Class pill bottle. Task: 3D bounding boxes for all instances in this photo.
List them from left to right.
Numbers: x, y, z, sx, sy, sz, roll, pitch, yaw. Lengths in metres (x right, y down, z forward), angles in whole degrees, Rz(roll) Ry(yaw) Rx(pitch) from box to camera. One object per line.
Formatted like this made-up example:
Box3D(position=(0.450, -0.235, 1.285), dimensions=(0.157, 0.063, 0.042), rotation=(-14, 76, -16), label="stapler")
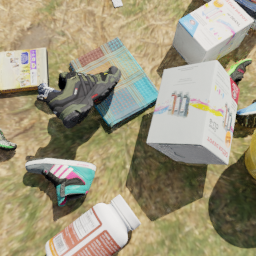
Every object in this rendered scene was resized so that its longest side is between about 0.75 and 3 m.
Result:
Box3D(position=(-0.912, 3.022, 7.819), dimensions=(2.449, 1.374, 1.374), rotation=(-35, 76, -10), label="pill bottle")

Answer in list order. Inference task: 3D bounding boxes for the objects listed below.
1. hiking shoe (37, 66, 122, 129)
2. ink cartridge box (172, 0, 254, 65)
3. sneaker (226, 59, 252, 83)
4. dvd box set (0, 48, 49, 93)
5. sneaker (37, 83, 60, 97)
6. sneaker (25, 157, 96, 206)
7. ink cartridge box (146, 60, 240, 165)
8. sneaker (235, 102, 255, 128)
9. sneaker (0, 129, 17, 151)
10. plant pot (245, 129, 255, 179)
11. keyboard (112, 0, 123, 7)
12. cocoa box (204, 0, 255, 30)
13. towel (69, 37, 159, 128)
Box3D(position=(-1.344, -1.365, 8.650), dimensions=(1.496, 1.126, 2.973), rotation=(42, 48, -2), label="hiking shoe")
Box3D(position=(2.997, -3.368, 9.805), dimensions=(2.334, 1.461, 1.500), rotation=(-34, 75, -9), label="ink cartridge box")
Box3D(position=(3.872, -1.957, 9.934), dimensions=(1.407, 0.540, 0.589), rotation=(-39, 99, -11), label="sneaker")
Box3D(position=(-3.916, -2.038, 9.994), dimensions=(2.114, 0.311, 1.547), rotation=(-8, 72, -3), label="dvd box set")
Box3D(position=(-2.641, -1.292, 9.374), dimensions=(0.886, 0.311, 0.481), rotation=(-4, 104, 18), label="sneaker")
Box3D(position=(-2.130, 1.681, 8.532), dimensions=(2.183, 0.913, 1.318), rotation=(4, 63, 0), label="sneaker")
Box3D(position=(1.980, -0.351, 8.307), dimensions=(1.810, 1.818, 2.503), rotation=(0, 69, 42), label="ink cartridge box")
Box3D(position=(4.537, -0.725, 9.459), dimensions=(2.154, 0.844, 0.969), rotation=(-18, 54, -9), label="sneaker")
Box3D(position=(-4.219, 0.321, 9.117), dimensions=(1.396, 0.545, 0.595), rotation=(24, 73, 8), label="sneaker")
Box3D(position=(4.493, 0.778, 8.153), dimensions=(2.223, 2.091, 2.223), rotation=(0, 73, 0), label="plant pot")
Box3D(position=(-0.551, -5.317, 11.173), dimensions=(0.338, 0.064, 1.202), rotation=(-18, 73, -6), label="keyboard")
Box3D(position=(4.370, -5.447, 10.197), dimensions=(2.953, 1.938, 1.969), rotation=(36, 76, 10), label="cocoa box")
Box3D(position=(-0.469, -1.672, 9.875), dimensions=(2.180, 0.323, 2.973), rotation=(-31, 75, -10), label="towel")
